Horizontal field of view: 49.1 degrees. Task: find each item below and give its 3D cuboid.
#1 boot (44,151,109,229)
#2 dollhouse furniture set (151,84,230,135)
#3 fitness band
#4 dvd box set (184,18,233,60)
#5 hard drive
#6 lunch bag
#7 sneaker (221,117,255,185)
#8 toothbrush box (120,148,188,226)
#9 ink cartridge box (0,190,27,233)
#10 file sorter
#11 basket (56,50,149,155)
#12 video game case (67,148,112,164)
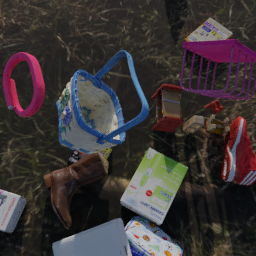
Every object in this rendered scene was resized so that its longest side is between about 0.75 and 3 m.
[{"bbox_3d":[-1.609,2.130,10.160,2.403,0.772,2.239,-24,71,-8],"label":"boot"},{"bbox_3d":[2.499,-0.596,11.386,2.921,1.188,1.572,10,65,-14],"label":"dollhouse furniture set"},{"bbox_3d":[-3.493,-1.451,9.318,1.573,0.410,2.190,-27,73,28],"label":"fitness band"},{"bbox_3d":[3.804,-4.245,13.252,1.424,0.286,1.946,42,72,16],"label":"dvd box set"},{"bbox_3d":[-1.128,4.162,8.701,2.852,0.375,1.881,-29,65,26],"label":"hard drive"},{"bbox_3d":[0.666,3.854,8.975,2.137,1.713,0.808,31,106,12],"label":"lunch bag"},{"bbox_3d":[4.540,0.951,10.769,1.499,1.017,2.595,16,80,-2],"label":"sneaker"},{"bbox_3d":[0.947,2.111,10.141,1.608,0.951,2.209,27,71,12],"label":"toothbrush box"},{"bbox_3d":[-4.719,2.828,9.934,1.737,0.760,1.262,16,67,6],"label":"ink cartridge box"},{"bbox_3d":[2.977,-1.760,8.999,1.669,2.402,1.507,12,96,41],"label":"file sorter"},{"bbox_3d":[-0.809,-0.650,8.589,2.967,2.064,2.616,-33,50,23],"label":"basket"},{"bbox_3d":[-1.502,1.062,11.013,1.375,0.175,1.242,25,70,11],"label":"video game case"}]
